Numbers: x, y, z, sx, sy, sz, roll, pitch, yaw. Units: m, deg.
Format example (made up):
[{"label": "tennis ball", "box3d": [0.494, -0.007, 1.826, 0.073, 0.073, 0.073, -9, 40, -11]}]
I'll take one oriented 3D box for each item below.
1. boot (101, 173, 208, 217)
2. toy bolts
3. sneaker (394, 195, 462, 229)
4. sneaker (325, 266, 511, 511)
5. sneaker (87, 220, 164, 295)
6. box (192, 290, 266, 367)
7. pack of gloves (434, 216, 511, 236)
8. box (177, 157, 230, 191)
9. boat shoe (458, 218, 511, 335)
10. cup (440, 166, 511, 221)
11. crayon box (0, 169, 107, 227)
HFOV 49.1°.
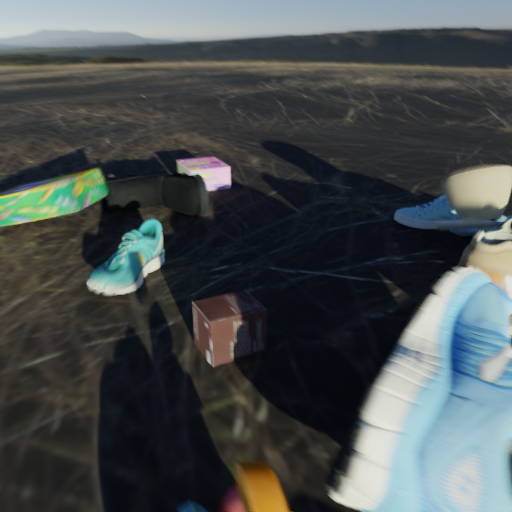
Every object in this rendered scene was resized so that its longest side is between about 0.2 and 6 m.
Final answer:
[{"label": "boot", "box3d": [-2.060, -1.197, 10.990, 1.802, 0.814, 2.200, -8, 18, -22]}, {"label": "toy bolts", "box3d": [-0.347, 1.881, 3.369, 1.013, 1.395, 1.460, -12, 7, -12]}, {"label": "sneaker", "box3d": [3.437, -0.892, 10.431, 1.679, 0.688, 0.621, 1, 22, 3]}, {"label": "sneaker", "box3d": [1.906, 1.307, 5.072, 1.524, 1.328, 3.388, 30, 36, 17]}, {"label": "sneaker", "box3d": [-1.886, -0.005, 8.200, 0.700, 0.720, 1.807, 15, 27, 9]}, {"label": "box", "box3d": [-0.313, 0.825, 6.529, 0.705, 0.585, 0.579, -11, 25, -24]}, {"label": "pack of gloves", "box3d": [4.120, -0.609, 8.957, 2.179, 0.430, 1.830, 0, -6, 28]}, {"label": "box", "box3d": [-1.230, -1.894, 12.991, 0.954, 0.525, 1.085, -9, 25, -21]}, {"label": "boat shoe", "box3d": [3.935, 0.047, 7.582, 3.402, 1.164, 1.271, -17, 27, -37]}, {"label": "cup", "box3d": [3.590, -0.935, 9.008, 1.078, 0.771, 1.078, -9, -3, -1]}, {"label": "crayon box", "box3d": [-3.841, -1.050, 10.206, 1.876, 0.547, 1.114, -9, 18, 16]}]
